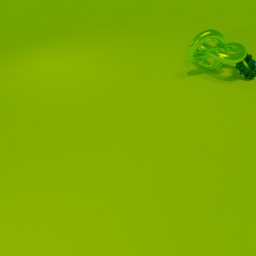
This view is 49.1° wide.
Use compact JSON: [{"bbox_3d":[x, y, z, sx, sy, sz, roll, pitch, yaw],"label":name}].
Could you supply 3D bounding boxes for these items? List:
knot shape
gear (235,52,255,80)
[{"bbox_3d":[2.687,-2.556,9.227,1.872,0.924,2.001,8,0,-42],"label":"knot shape"},{"bbox_3d":[4.072,-2.193,9.665,1.054,0.195,1.054,13,64,-28],"label":"gear"}]
